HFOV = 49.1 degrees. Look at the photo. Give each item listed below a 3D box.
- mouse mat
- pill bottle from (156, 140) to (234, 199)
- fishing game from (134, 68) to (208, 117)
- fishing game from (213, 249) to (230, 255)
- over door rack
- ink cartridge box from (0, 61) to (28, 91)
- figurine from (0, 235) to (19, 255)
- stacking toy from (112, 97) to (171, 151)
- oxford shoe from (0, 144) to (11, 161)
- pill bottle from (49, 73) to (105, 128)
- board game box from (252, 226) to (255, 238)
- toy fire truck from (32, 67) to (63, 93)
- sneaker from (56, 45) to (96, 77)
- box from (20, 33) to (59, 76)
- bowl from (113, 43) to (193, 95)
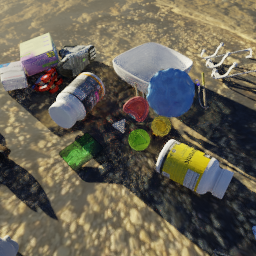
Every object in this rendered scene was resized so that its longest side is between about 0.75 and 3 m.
[{"bbox_3d":[-1.677,0.820,10.043,1.350,0.051,1.086,-38,58,-19],"label":"mouse mat"},{"bbox_3d":[2.122,1.337,8.943,2.202,1.226,1.226,26,50,22],"label":"pill bottle"},{"bbox_3d":[1.696,-1.424,11.262,2.813,2.014,0.437,-10,6,15],"label":"fishing game"},{"bbox_3d":[2.484,3.959,6.992,1.236,0.268,1.727,15,46,11],"label":"fishing game"},{"bbox_3d":[5.276,-3.376,13.915,2.776,0.925,2.051,-4,46,-4],"label":"over door rack"},{"bbox_3d":[-5.384,-2.456,13.185,1.052,0.613,1.456,-15,47,-15],"label":"ink cartridge box"},{"bbox_3d":[-3.701,3.134,6.619,0.855,1.937,1.985,23,49,21],"label":"figurine"},{"bbox_3d":[0.465,-0.114,10.621,1.699,0.793,1.877,-44,87,-4],"label":"stacking toy"},{"bbox_3d":[-4.845,0.814,10.077,1.361,0.495,0.575,13,29,11],"label":"oxford shoe"},{"bbox_3d":[-2.042,-1.127,11.343,1.351,1.351,2.321,19,49,18],"label":"pill bottle"},{"bbox_3d":[4.009,3.225,7.772,0.765,0.185,1.011,-2,44,-1],"label":"board game box"},{"bbox_3d":[-3.772,-2.095,12.842,1.171,0.782,1.394,-12,40,22],"label":"toy fire truck"},{"bbox_3d":[-2.994,-3.421,13.984,1.682,1.093,2.913,16,37,22],"label":"sneaker"},{"bbox_3d":[-4.420,-3.710,14.009,1.626,0.894,1.848,-22,46,-2],"label":"box"},{"bbox_3d":[1.126,-2.678,13.068,2.982,1.113,2.978,-34,54,-28],"label":"bowl"}]
